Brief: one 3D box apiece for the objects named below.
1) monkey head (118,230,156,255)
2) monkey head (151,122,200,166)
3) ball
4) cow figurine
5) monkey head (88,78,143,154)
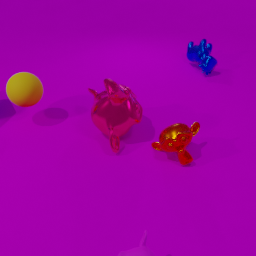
[{"bbox_3d":[0.149,1.914,3.785,0.603,0.720,1.001,-11,81,-4],"label":"monkey head"},{"bbox_3d":[1.091,0.332,6.057,1.177,0.847,0.709,-26,11,12],"label":"monkey head"},{"bbox_3d":[-2.483,-0.920,6.757,0.837,0.837,0.837,0,38,0],"label":"ball"},{"bbox_3d":[2.413,-2.332,9.340,0.662,1.186,1.205,19,-7,-39],"label":"cow figurine"},{"bbox_3d":[-0.405,-0.460,6.347,1.160,1.384,1.924,-32,60,14],"label":"monkey head"}]
